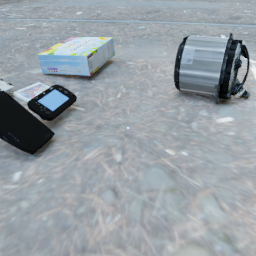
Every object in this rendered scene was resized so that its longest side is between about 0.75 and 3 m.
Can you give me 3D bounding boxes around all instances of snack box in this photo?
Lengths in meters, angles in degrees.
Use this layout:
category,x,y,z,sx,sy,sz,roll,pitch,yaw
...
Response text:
category,x,y,z,sx,sy,sz,roll,pitch,yaw
snack box,-2.014,-3.042,11.607,2.196,0.881,2.604,7,35,19

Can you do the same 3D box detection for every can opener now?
category,x,y,z,sx,sy,sz,roll,pitch,yaw
can opener,3.870,-1.434,9.920,0.475,0.376,1.429,31,30,-18

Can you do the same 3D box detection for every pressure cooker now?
category,x,y,z,sx,sy,sz,roll,pitch,yaw
pressure cooker,2.781,-1.965,9.200,2.212,1.946,1.976,11,38,23

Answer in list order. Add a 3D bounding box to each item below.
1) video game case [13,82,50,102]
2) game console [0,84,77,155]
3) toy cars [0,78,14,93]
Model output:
category,x,y,z,sx,sy,sz,roll,pitch,yaw
video game case,-3.147,-1.209,9.683,1.239,0.142,1.129,23,40,31
game console,-2.495,-0.546,7.653,1.754,0.358,2.974,40,35,-4
toy cars,-4.953,-1.333,9.616,2.128,0.471,0.954,0,38,-7
